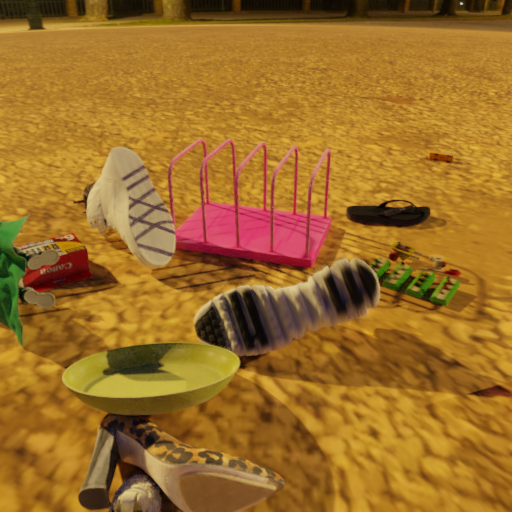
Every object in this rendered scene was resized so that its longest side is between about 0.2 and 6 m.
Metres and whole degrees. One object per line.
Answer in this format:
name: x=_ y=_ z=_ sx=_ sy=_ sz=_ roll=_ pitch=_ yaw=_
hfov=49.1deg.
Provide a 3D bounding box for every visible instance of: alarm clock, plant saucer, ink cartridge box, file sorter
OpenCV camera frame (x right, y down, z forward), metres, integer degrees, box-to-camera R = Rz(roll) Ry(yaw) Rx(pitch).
alarm clock: x=-3.277 y=-1.440 z=12.873 sx=1.097 sy=0.541 sz=1.626 roll=18 pitch=30 yaw=30
plant saucer: x=-1.266 y=1.511 z=6.953 sx=2.142 sy=0.333 sz=2.142 roll=-3 pitch=7 yaw=0
ink cartridge box: x=-3.627 y=0.119 z=9.959 sx=1.176 sy=0.493 sz=1.033 roll=-18 pitch=34 yaw=-30
file sorter: x=-0.075 y=-1.185 z=10.997 sx=2.879 sy=1.805 sz=2.000 roll=8 pitch=30 yaw=15

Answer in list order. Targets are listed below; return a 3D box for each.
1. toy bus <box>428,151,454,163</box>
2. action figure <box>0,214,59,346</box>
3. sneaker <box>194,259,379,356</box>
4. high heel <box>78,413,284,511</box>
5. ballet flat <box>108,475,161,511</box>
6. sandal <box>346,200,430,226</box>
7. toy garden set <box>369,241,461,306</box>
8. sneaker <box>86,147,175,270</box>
toy bus: x=5.166 y=-2.770 z=15.623 sx=0.672 sy=0.219 sz=0.263 roll=14 pitch=30 yaw=24
action figure: x=-4.391 y=0.077 z=9.188 sx=3.273 sy=1.933 sz=0.895 roll=14 pitch=7 yaw=40
sneaker: x=0.449 y=0.844 z=8.300 sx=2.712 sy=1.019 sz=1.099 roll=-14 pitch=-11 yaw=0
high heel: x=-0.765 y=2.091 z=6.153 sx=2.073 sy=0.740 sz=1.478 roll=1 pitch=21 yaw=-3
ballet flat: x=-1.236 y=2.609 z=5.358 sx=0.531 sy=0.531 sz=1.481 roll=2 pitch=28 yaw=3
sandal: x=2.875 y=-0.968 z=12.082 sx=1.833 sy=0.393 sz=0.697 roll=0 pitch=28 yaw=-1
toy garden set: x=2.822 y=0.209 z=9.855 sx=1.529 sy=0.305 sz=1.275 roll=18 pitch=37 yaw=31
sneaker: x=-2.490 y=-0.612 z=10.892 sx=0.974 sy=1.529 sz=2.645 roll=1 pitch=56 yaw=-41
